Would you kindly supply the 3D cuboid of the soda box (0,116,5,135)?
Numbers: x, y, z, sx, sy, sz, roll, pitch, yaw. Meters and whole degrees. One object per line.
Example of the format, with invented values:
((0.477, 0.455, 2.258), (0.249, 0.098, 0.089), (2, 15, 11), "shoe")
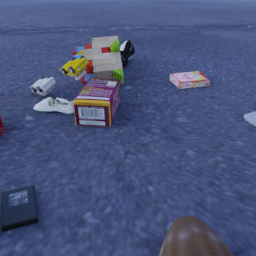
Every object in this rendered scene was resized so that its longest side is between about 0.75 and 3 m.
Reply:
((-4.945, 0.024, 7.379), (2.916, 0.925, 1.021), (-21, 37, -30), "soda box")

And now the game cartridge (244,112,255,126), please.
((4.060, -0.218, 8.530), (0.638, 0.199, 0.958), (-10, 32, -25), "game cartridge")

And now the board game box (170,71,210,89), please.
((2.471, -1.943, 11.290), (1.303, 0.302, 0.987), (-8, 32, -14), "board game box")

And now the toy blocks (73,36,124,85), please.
((-1.295, -2.718, 11.418), (2.013, 1.471, 2.944), (-6, 51, -2), "toy blocks")

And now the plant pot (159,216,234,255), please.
((0.960, 1.936, 4.087), (1.248, 1.248, 1.336), (2, 17, 3), "plant pot")

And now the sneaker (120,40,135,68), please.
((-0.458, -3.291, 13.226), (0.945, 0.881, 2.384), (-18, 25, 35), "sneaker")

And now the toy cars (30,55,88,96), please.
((-2.371, -1.712, 9.823), (2.713, 0.601, 1.216), (-24, 30, 21), "toy cars")

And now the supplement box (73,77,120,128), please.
((-0.920, -0.874, 8.959), (1.085, 0.842, 1.966), (4, 31, 7), "supplement box")

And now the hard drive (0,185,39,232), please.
((-2.154, 1.561, 5.545), (0.660, 0.156, 0.946), (-10, 32, -17), "hard drive")

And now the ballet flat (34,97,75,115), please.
((-2.393, -0.774, 9.158), (1.486, 0.516, 0.516), (7, 31, 12), "ballet flat")
